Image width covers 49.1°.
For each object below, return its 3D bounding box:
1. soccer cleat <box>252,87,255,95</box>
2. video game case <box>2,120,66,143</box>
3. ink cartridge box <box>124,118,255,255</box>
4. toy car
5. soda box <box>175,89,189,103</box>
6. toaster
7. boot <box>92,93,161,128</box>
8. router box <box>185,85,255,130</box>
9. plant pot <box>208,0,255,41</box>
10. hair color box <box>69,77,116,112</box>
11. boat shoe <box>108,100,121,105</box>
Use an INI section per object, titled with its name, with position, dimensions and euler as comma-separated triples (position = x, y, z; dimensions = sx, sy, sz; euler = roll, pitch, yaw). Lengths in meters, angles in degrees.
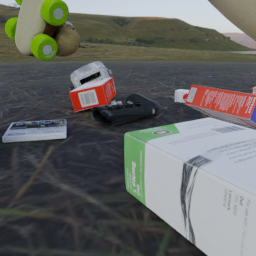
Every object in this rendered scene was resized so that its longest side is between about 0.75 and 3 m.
[soccer cleat]
position = 6.448, -1.631, 12.909
dimensions = 0.748, 0.668, 1.928
euler = 2, 13, -4
[video game case]
position = -2.553, 0.062, 7.898
dimensions = 1.599, 0.187, 1.454
euler = -4, 17, -11
[ink cartridge box]
position = 1.426, 0.727, 3.910
dimensions = 1.935, 1.117, 2.649
euler = -9, 19, -29
[toy car]
position = -2.120, -3.094, 8.880
dimensions = 2.091, 2.009, 2.546
euler = 37, 22, 34
[soda box]
position = 2.861, -1.343, 12.099
dimensions = 1.607, 0.512, 0.547
euler = 10, 19, 30
[toaster]
position = -1.929, -2.433, 14.051
dimensions = 2.253, 1.280, 1.455
euler = -25, 24, -8
[boot]
position = -0.255, -0.623, 9.489
dimensions = 2.167, 0.711, 1.786
euler = -17, 21, -33
[router box]
position = 2.904, -0.327, 7.028
dimensions = 2.233, 0.546, 2.004
euler = 20, 3, -34
[plant pot]
position = 2.880, -2.473, 5.510
dimensions = 1.843, 1.968, 1.843
euler = -36, -4, -3
[hair color box]
position = -1.325, -1.428, 11.407
dimensions = 1.347, 0.812, 2.653
euler = -11, 15, 9
[boat shoe]
position = -0.570, -0.958, 11.096
dimensions = 0.785, 0.335, 0.290
euler = -12, 20, -36
